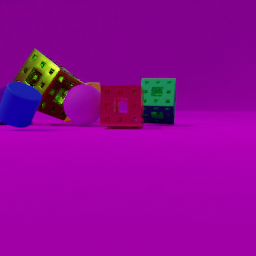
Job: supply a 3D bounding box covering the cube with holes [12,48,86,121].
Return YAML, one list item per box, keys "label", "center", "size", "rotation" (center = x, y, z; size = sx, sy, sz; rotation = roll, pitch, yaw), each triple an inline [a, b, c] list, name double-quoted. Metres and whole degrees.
- label: "cube with holes"
  center: [-2.414, -1.293, 8.626]
  size: [1.372, 1.372, 1.372]
  rotation: [39, 6, 28]

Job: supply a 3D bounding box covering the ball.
- label: "ball"
  center: [-1.248, -0.659, 7.976]
  size: [1.142, 1.142, 1.142]
  rotation: [0, 4, 0]

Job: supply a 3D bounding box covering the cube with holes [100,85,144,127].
- label: "cube with holes"
  center: [-0.118, -0.530, 7.156]
  size: [0.987, 0.987, 0.987]
  rotation: [0, -1, 7]

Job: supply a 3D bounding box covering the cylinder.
- label: "cylinder"
  center: [-2.490, -0.530, 6.439]
  size: [0.779, 0.779, 0.779]
  rotation: [26, 23, -12]

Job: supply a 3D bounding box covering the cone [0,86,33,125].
- label: "cone"
  center: [-3.638, -0.450, 9.182]
  size: [1.358, 1.358, 1.363]
  rotation: [3, -22, 34]

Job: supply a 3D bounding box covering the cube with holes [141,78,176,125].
- label: "cube with holes"
  center: [0.930, -0.803, 8.544]
  size: [1.000, 1.000, 1.000]
  rotation: [2, -30, 12]

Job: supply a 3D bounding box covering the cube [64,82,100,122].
- label: "cube"
  center: [-1.764, -1.025, 10.886]
  size: [1.296, 1.296, 1.296]
  rotation: [-8, 8, 9]
